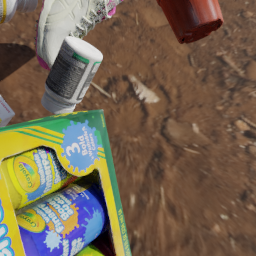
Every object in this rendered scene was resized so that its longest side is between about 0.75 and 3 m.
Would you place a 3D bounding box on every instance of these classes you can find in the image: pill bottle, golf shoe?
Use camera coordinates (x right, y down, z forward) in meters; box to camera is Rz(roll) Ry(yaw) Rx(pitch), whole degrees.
[{"bbox_3d":[-3.189,-2.804,5.729,2.412,1.351,1.351,-24,62,-37],"label":"pill bottle"},{"bbox_3d":[-1.081,-0.927,5.210,0.756,1.336,0.756,26,24,-13],"label":"pill bottle"},{"bbox_3d":[-0.911,-2.475,5.715,1.345,1.107,2.940,23,94,8],"label":"golf shoe"}]

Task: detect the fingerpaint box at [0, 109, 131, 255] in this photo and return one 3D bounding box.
[{"bbox_3d":[-0.910,1.097,2.749,0.833,2.272,1.895,-4,10,39],"label":"fingerpaint box"}]

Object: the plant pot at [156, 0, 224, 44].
[{"bbox_3d":[0.810,-1.607,3.670,0.830,0.830,0.807,-19,86,-10],"label":"plant pot"}]

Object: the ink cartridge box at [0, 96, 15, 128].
[{"bbox_3d":[-2.900,-0.206,5.511,0.682,0.678,0.929,52,40,-3],"label":"ink cartridge box"}]
